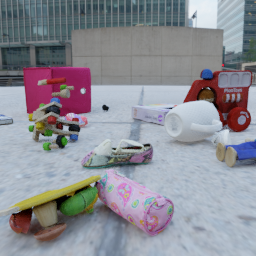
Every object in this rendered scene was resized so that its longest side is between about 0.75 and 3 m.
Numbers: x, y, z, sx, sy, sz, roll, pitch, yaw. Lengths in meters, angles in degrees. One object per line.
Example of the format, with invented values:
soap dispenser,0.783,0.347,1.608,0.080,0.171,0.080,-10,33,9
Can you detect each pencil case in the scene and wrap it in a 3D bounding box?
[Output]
pencil case,0.042,1.032,4.107,0.580,0.580,1.328,-8,14,-34

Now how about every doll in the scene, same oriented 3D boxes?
doll,3.274,0.527,6.785,2.158,0.523,1.472,-2,12,-11

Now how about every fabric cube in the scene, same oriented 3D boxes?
fabric cube,-3.655,-1.978,14.685,2.478,2.431,2.470,10,15,38

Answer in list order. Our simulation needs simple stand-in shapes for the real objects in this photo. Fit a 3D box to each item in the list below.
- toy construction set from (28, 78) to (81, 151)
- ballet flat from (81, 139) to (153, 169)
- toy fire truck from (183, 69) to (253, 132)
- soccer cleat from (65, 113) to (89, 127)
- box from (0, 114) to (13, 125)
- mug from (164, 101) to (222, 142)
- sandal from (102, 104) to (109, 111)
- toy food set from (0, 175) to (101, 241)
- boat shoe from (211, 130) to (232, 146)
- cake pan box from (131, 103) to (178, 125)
toy construction set,-2.428,-0.409,8.315,1.551,2.019,1.683,-2,2,17
ballet flat,-0.234,0.542,6.415,1.694,0.603,0.585,-2,25,-11
toy fire truck,3.302,-1.054,10.402,2.658,2.232,1.490,-3,11,-13
soccer cleat,-2.200,-0.301,11.319,1.424,0.475,0.544,10,26,40
box,-5.647,-0.351,11.970,0.971,0.260,1.603,-8,15,-38
mug,1.997,-0.143,8.400,1.454,1.224,1.658,-9,16,-39
sandal,-1.294,-1.118,15.495,0.214,0.335,0.892,22,-1,15
toy food set,-1.015,1.146,3.827,1.014,0.563,1.724,-22,-6,36
boat shoe,2.633,0.331,7.933,0.513,0.539,1.496,-12,10,19
cake pan box,1.759,-0.667,12.660,2.315,0.657,2.514,-9,14,-31
